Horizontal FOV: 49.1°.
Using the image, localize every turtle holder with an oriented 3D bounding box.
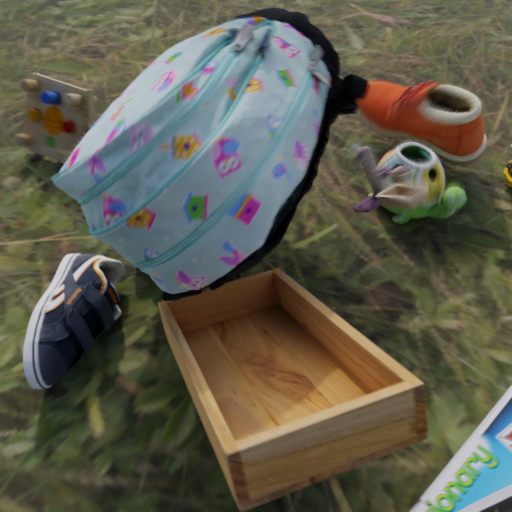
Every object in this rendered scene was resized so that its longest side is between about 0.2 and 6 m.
[{"bbox_3d":[2.519,-1.141,8.977,1.099,1.028,1.447,-10,48,-11],"label":"turtle holder"}]

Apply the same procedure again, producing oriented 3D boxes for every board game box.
[{"bbox_3d":[2.461,3.221,5.068,3.969,0.687,2.506,-35,56,-28],"label":"board game box"}]

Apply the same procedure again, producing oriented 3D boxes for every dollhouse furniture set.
[{"bbox_3d":[1.921,-1.231,7.720,1.029,0.922,1.299,-31,18,-17],"label":"dollhouse furniture set"}]

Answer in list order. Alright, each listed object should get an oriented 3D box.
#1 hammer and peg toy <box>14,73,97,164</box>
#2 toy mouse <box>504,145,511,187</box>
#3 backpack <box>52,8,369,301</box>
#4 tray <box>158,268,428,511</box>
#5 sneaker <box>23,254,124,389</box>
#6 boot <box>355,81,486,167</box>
[{"bbox_3d":[-3.294,-2.341,9.864,1.954,1.437,0.689,21,20,19],"label":"hammer and peg toy"},{"bbox_3d":[4.919,-1.116,9.440,1.511,0.329,1.700,18,49,17],"label":"toy mouse"},{"bbox_3d":[-0.655,-1.353,7.285,2.504,3.301,3.956,41,44,-19],"label":"backpack"},{"bbox_3d":[0.088,1.101,6.058,1.721,0.646,3.489,-15,20,-14],"label":"tray"},{"bbox_3d":[-2.308,0.745,7.322,0.848,0.838,2.136,-2,45,6],"label":"sneaker"},{"bbox_3d":[2.766,-2.646,9.785,2.649,1.420,0.994,32,83,29],"label":"boot"}]
